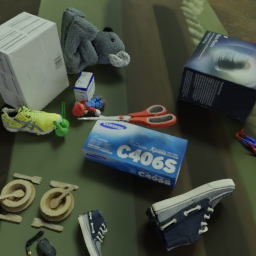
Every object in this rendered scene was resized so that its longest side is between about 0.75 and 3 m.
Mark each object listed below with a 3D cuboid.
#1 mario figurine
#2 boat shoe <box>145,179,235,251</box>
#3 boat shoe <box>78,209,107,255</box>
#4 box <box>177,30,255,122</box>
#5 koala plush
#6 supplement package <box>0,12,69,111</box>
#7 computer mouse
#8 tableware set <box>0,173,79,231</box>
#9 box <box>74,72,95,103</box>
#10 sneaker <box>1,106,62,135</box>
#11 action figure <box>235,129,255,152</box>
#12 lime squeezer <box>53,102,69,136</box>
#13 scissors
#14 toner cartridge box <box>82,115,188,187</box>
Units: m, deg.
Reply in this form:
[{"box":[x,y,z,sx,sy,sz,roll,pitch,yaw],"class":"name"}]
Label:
[{"box":[-1.451,-0.716,10.180,1.233,0.653,0.761,-25,22,-29],"class":"mario figurine"},{"box":[1.848,2.295,7.390,2.570,0.960,1.192,-19,61,-8],"class":"boat shoe"},{"box":[-0.778,2.719,7.168,0.645,0.519,1.391,-23,53,-9],"class":"boat shoe"},{"box":[3.649,-2.036,10.438,2.658,1.651,2.679,22,54,16],"class":"box"},{"box":[-1.324,-3.299,11.488,2.629,2.416,2.332,1,34,-27],"class":"koala plush"},{"box":[-3.502,-2.204,9.858,1.502,2.708,2.109,26,55,20],"class":"supplement package"},{"box":[-2.246,3.048,7.123,0.584,0.192,0.832,-32,56,-25],"class":"computer mouse"},{"box":[-2.591,1.948,7.879,2.169,0.435,1.434,9,51,8],"class":"tableware set"},{"box":[-1.587,-1.428,10.363,0.499,0.951,0.875,8,51,7],"class":"box"},{"box":[-3.299,-0.287,9.447,2.088,0.798,0.787,-1,50,4],"class":"sneaker"},{"box":[4.126,0.527,9.176,0.410,0.324,1.254,-29,58,-25],"class":"action figure"},{"box":[-2.305,-0.199,9.523,0.438,0.820,2.323,-22,21,3],"class":"lime squeezer"},{"box":[-0.001,-0.242,8.324,2.866,0.200,1.049,-8,40,-14],"class":"scissors"},{"box":[0.223,0.675,8.758,2.967,0.641,1.409,16,55,13],"class":"toner cartridge box"}]
